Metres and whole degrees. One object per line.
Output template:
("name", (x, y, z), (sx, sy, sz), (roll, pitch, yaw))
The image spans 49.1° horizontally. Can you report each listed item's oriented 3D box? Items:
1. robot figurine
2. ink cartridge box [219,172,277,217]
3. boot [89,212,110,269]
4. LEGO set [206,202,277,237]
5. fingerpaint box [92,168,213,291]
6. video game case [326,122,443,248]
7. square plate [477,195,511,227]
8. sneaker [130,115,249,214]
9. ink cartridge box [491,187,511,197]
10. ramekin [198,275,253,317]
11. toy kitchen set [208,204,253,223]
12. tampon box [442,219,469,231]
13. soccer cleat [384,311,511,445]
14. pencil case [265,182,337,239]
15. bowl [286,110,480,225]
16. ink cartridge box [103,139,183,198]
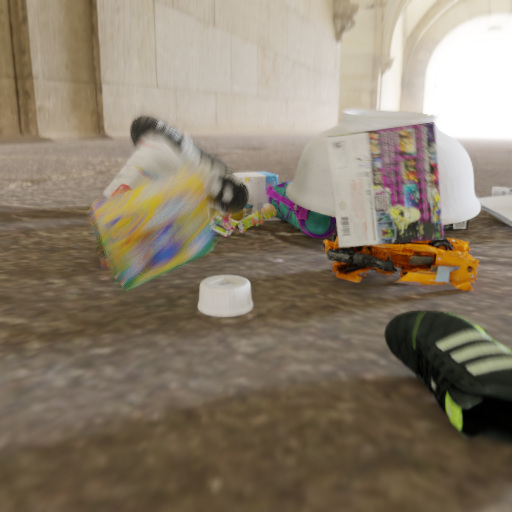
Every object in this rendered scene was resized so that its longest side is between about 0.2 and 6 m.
("robot figurine", (2.186, 0.031, 8.804), (2.310, 0.672, 1.675), (4, 16, 12))
("ink cartridge box", (-0.372, -1.477, 13.539), (1.564, 1.005, 0.979), (-4, 16, -18))
("boot", (-2.570, -0.497, 10.057), (0.749, 0.971, 2.004), (-9, 18, -16))
("LEGO set", (-0.394, -0.733, 11.536), (1.582, 0.727, 0.589), (7, 22, 5))
("fingerpaint box", (-1.293, -0.353, 7.307), (1.359, 1.134, 0.499), (-26, 42, -26))
("video game case", (1.843, -0.987, 8.011), (1.498, 1.653, 0.296), (-5, 14, 16))
("square plate", (6.127, -0.926, 12.471), (1.876, 0.267, 1.858), (-6, 27, -17))
("sneaker", (-1.345, -1.828, 11.262), (2.699, 0.897, 1.221), (35, 9, -10))
("ink cartridge box", (6.286, -1.376, 13.924), (0.836, 0.612, 0.359), (6, 17, 20))
("ramekin", (-0.420, 0.525, 7.607), (0.752, 0.366, 0.752), (0, 15, 0))
("toy kitchen set", (-0.988, -1.027, 12.125), (1.243, 0.914, 1.551), (10, 19, 30))
("tampon box", (4.065, -1.062, 12.512), (0.909, 0.766, 1.213), (-2, 16, -7))
("soccer cleat", (1.867, 1.092, 5.007), (0.911, 0.759, 2.248), (-22, 25, -27))
("pencil case", (0.971, -1.046, 12.141), (1.010, 0.930, 2.185), (21, 7, -22))
("bowl", (2.543, -1.927, 11.055), (3.832, 1.722, 3.832), (2, 21, -1))
("ink cartridge box", (-2.020, -1.411, 9.971), (0.558, 1.303, 0.961), (41, -11, -30))
